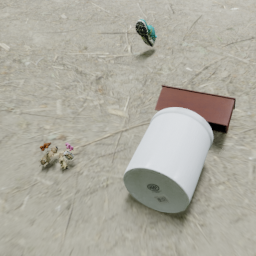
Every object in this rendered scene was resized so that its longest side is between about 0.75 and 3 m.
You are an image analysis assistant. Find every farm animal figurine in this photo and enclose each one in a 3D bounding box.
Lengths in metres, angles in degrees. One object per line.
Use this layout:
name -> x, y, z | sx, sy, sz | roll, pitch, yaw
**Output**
farm animal figurine -> -1.886, 0.716, 7.507 | 0.901, 0.728, 0.453 | 6, 4, -3

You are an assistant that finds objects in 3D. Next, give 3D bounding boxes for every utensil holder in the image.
utensil holder -> 0.981, 0.746, 6.745 | 1.693, 1.693, 1.992 | 18, 48, 18

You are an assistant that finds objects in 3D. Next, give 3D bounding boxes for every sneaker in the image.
sneaker -> 0.779, -3.993, 11.516 | 0.601, 1.551, 0.618 | 28, 86, 28

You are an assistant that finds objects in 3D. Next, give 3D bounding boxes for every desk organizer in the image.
desk organizer -> 1.944, -0.561, 8.239 | 2.158, 0.774, 0.831 | 14, 76, 22
